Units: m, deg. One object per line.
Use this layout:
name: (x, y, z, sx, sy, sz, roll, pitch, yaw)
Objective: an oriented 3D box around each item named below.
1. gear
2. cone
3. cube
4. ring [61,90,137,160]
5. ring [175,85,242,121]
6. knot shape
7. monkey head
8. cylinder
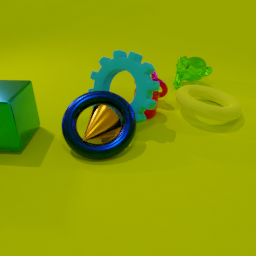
gear: (-0.156, -1.026, 7.478, 1.994, 1.994, 0.369, 21, 13, 28)
cone: (-0.803, 0.059, 6.779, 0.949, 0.949, 0.953, 17, 37, 24)
cube: (-3.139, -0.338, 6.941, 1.332, 1.332, 1.332, 2, 31, 5)
ring: (-0.703, -0.110, 6.848, 1.835, 0.367, 1.835, 0, 66, 0)
ring: (2.361, -0.775, 8.253, 1.950, 0.390, 1.950, 9, 28, -5)
knot shape: (0.576, -1.244, 8.756, 1.180, 1.104, 0.545, 45, 23, 7)
monkey head: (2.149, -1.886, 9.720, 1.022, 1.220, 1.695, 17, 5, -15)
cylinder: (0.507, -0.741, 8.143, 0.718, 0.718, 0.718, 5, 34, -3)
